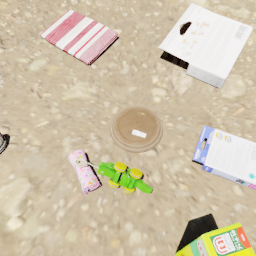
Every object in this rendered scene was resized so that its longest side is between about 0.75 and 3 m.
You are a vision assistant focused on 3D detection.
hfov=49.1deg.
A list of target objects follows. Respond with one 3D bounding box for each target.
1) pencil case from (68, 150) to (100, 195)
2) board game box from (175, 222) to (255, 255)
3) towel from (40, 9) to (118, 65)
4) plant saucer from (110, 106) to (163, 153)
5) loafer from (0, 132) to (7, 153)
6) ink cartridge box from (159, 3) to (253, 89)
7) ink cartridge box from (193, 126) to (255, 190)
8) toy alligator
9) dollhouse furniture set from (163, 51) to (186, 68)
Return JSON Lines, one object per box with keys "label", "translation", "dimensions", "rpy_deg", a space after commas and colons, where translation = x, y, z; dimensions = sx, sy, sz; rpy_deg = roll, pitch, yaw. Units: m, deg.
{"label": "pencil case", "translation": [-1.169, 1.146, 7.379], "dimensions": [0.507, 0.507, 1.159], "rpy_deg": [-24, 64, -13]}
{"label": "board game box", "translation": [1.599, 2.788, 5.088], "dimensions": [0.673, 2.828, 1.437], "rpy_deg": [-15, 62, -8]}
{"label": "towel", "translation": [-1.752, -3.299, 10.049], "dimensions": [2.355, 0.268, 1.696], "rpy_deg": [32, 67, 19]}
{"label": "plant saucer", "translation": [0.253, -0.022, 8.196], "dimensions": [1.573, 0.232, 1.573], "rpy_deg": [0, 61, -1]}
{"label": "loafer", "translation": [-4.318, 0.867, 7.393], "dimensions": [0.829, 0.725, 2.307], "rpy_deg": [35, 66, 18]}
{"label": "ink cartridge box", "translation": [2.646, -2.895, 9.578], "dimensions": [2.365, 0.600, 2.685], "rpy_deg": [29, 64, 13]}
{"label": "ink cartridge box", "translation": [2.847, 0.804, 7.615], "dimensions": [2.024, 0.425, 1.208], "rpy_deg": [21, 62, 8]}
{"label": "toy alligator", "translation": [-0.327, 1.132, 7.289], "dimensions": [2.089, 0.619, 0.567], "rpy_deg": [22, 21, 2]}
{"label": "dollhouse furniture set", "translation": [1.672, -2.626, 9.463], "dimensions": [0.875, 0.582, 0.767], "rpy_deg": [21, 63, 12]}
